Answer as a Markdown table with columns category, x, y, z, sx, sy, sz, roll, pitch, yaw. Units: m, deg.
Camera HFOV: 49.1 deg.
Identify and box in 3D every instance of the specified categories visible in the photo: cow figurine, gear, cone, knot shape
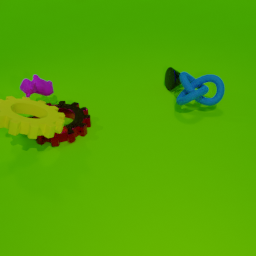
| category | x | y | z | sx | sy | sz | roll | pitch | yaw |
| --- | --- | --- | --- | --- | --- | --- | --- | --- | --- |
| cow figurine | -2.952 | -1.305 | 9.206 | 1.136 | 0.623 | 1.117 | 19 | 25 | -33 |
| gear | -2.820 | -0.340 | 7.975 | 1.968 | 0.364 | 1.968 | 17 | 21 | -7 |
| gear | -2.181 | -0.190 | 8.877 | 1.962 | 0.363 | 1.962 | 0 | 37 | 0 |
| cone | 2.001 | -1.894 | 10.794 | 0.888 | 0.884 | 0.884 | -3 | 37 | -19 |
| knot shape | 2.264 | -1.250 | 9.438 | 1.641 | 0.758 | 1.536 | 31 | 56 | 32 |
